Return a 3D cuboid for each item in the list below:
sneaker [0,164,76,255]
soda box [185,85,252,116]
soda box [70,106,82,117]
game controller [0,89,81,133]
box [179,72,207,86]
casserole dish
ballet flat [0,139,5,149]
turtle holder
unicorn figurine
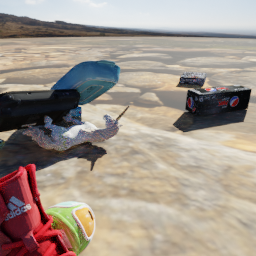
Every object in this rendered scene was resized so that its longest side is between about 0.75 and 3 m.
[{"bbox_3d":[-0.953,1.419,2.794,2.905,1.678,1.138,16,27,34],"label":"sneaker"},{"bbox_3d":[3.230,-1.018,10.015,2.297,0.813,0.727,-8,26,-20],"label":"soda box"},{"bbox_3d":[-2.046,-0.623,9.738,0.863,0.293,0.277,8,23,19],"label":"soda box"},{"bbox_3d":[-2.573,-0.488,7.713,1.496,0.604,2.867,-34,-11,32],"label":"game controller"},{"bbox_3d":[3.371,-2.562,14.430,1.215,0.383,1.541,7,23,17],"label":"box"},{"bbox_3d":[-1.395,-1.348,9.167,1.675,0.537,2.766,-1,-18,-43],"label":"casserole dish"},{"bbox_3d":[-3.493,0.627,6.568,1.327,0.492,0.492,-19,29,-39],"label":"ballet flat"},{"bbox_3d":[-0.915,1.489,4.037,0.788,1.037,0.736,42,37,12],"label":"turtle holder"},{"bbox_3d":[-1.331,0.057,7.471,2.441,0.901,1.677,-33,40,-33],"label":"unicorn figurine"}]
